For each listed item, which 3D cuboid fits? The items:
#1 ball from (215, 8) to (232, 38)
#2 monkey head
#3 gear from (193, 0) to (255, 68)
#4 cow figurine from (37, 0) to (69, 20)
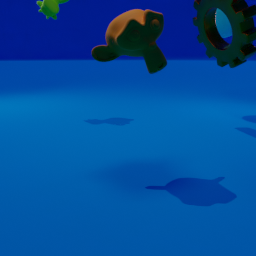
[{"bbox_3d":[3.092,-3.613,9.064,1.328,1.328,1.328,0,15,0],"label":"ball"},{"bbox_3d":[0.170,-1.361,4.500,1.419,1.021,0.855,-32,17,-16],"label":"monkey head"},{"bbox_3d":[2.412,-2.562,7.085,0.383,2.073,2.073,-27,21,-10],"label":"gear"},{"bbox_3d":[-2.234,-4.226,8.982,1.369,0.764,1.392,-32,34,32],"label":"cow figurine"}]
